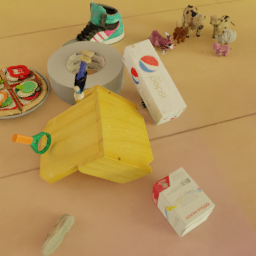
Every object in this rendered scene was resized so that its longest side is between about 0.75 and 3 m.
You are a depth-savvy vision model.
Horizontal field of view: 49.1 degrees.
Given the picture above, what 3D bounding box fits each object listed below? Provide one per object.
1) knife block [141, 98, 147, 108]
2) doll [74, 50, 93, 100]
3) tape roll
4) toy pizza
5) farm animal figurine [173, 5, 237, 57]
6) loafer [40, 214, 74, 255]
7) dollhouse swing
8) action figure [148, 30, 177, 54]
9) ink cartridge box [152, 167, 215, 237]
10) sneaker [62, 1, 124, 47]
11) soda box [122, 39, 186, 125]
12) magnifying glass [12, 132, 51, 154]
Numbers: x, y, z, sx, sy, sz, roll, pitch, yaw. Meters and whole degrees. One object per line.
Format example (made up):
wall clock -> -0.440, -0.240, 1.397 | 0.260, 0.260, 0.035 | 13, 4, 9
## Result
knife block -> 0.883, -0.909, 9.448 | 0.874, 0.280, 0.767 | 18, 54, 13
doll -> -1.163, -1.217, 6.939 | 0.316, 1.304, 0.890 | 15, 42, -7
tape roll -> -1.465, -1.984, 9.937 | 2.633, 0.870, 2.633 | 0, 51, 0
toy pizza -> -4.104, -1.397, 9.558 | 2.722, 0.431, 2.722 | 4, 48, -5
farm animal figurine -> 3.238, -4.171, 11.472 | 2.491, 1.253, 2.011 | 20, 54, 16
loafer -> -1.712, 2.510, 6.652 | 0.337, 0.386, 1.073 | 11, 43, 31
dollhouse swing -> -0.967, 0.502, 8.189 | 2.307, 2.231, 2.538 | 24, 39, -36
action figure -> 1.424, -3.466, 11.459 | 1.226, 0.821, 0.913 | 28, 16, 9
ink cartridge box -> 1.301, 1.809, 6.831 | 0.892, 0.888, 1.228 | -26, 55, -19
sneaker -> -1.389, -3.965, 10.971 | 2.924, 1.766, 1.223 | -32, 58, -23
soda box -> 0.787, -1.487, 9.016 | 0.899, 0.840, 2.640 | -22, 74, -15
magnifying glass -> -2.412, 0.339, 7.134 | 0.174, 1.556, 0.619 | 17, 86, 14
